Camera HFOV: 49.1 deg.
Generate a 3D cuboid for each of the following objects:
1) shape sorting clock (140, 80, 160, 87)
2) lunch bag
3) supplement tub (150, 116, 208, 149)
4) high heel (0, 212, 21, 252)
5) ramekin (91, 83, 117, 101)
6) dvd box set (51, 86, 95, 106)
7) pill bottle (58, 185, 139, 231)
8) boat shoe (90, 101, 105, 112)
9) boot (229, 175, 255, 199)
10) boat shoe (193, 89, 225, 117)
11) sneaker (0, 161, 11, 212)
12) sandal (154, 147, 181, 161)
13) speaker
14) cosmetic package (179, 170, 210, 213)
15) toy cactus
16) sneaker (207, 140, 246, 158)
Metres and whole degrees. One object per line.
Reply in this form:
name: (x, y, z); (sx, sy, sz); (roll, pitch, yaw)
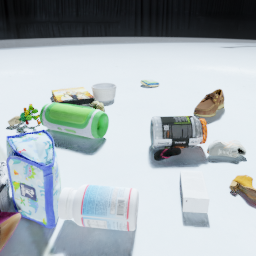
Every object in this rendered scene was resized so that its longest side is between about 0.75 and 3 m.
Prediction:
shape sorting clock: (1.379, -2.802, 17.550); (1.237, 0.243, 1.237); (5, 23, -2)
lunch bag: (-2.108, 1.144, 6.504); (1.220, 1.628, 1.914); (-13, 28, -31)
supplement tub: (1.696, 0.138, 9.543); (1.811, 1.110, 1.110); (-1, 23, -2)
high heel: (-2.508, 2.255, 5.083); (1.041, 0.731, 2.170); (-18, 14, -14)
ramekin: (-1.265, -1.918, 14.901); (1.329, 0.697, 1.329); (0, 23, 0)
dvd box set: (-2.914, -1.659, 14.645); (1.816, 0.365, 2.482); (-9, 24, -19)
pill bottle: (-0.620, 1.709, 6.111); (1.656, 0.901, 0.901); (4, 23, 7)
boat shoe: (-1.408, -0.966, 13.016); (0.404, 0.468, 1.284); (-19, 27, -18)
boot: (3.181, 1.495, 7.322); (0.926, 0.326, 0.663); (12, 31, 40)
boat shoe: (3.748, -1.176, 12.887); (0.958, 0.899, 2.663); (16, 28, 32)
sneaker: (-3.525, 1.453, 6.946); (1.078, 0.705, 1.876); (-6, 27, -21)
sandal: (1.239, 0.796, 8.783); (0.896, 0.337, 0.202); (-16, -1, 0)
speaker: (-2.051, -0.306, 10.608); (2.556, 1.130, 1.130); (10, 25, 23)
cosmetic package: (1.635, 1.568, 7.039); (0.612, 0.430, 1.207); (3, 23, 6)
toy cactus: (-4.292, -0.411, 11.597); (1.275, 0.790, 1.545); (-27, 33, -13)
sneaker: (3.210, 0.713, 9.027); (1.316, 0.498, 0.606); (-7, 28, -13)
